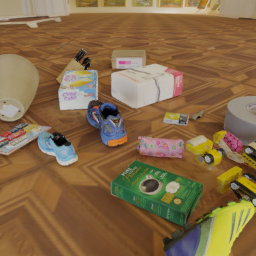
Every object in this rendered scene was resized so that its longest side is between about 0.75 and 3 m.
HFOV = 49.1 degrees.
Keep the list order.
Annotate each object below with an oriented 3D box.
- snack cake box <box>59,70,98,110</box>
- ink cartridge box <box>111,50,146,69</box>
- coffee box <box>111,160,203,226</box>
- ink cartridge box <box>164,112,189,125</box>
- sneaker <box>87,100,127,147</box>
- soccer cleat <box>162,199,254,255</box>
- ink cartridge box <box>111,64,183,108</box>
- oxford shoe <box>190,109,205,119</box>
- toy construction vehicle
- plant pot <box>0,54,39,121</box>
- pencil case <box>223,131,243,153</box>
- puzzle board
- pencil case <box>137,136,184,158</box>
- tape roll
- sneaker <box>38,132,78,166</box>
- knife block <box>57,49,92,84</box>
[{"bbox_3d":[-2.283,-1.897,13.389,1.662,0.971,2.890,-2,28,-5],"label":"snack cake box"},{"bbox_3d":[0.072,-4.542,18.418,2.207,0.829,1.818,1,29,2],"label":"ink cartridge box"},{"bbox_3d":[0.761,1.627,7.417,2.130,0.468,1.309,16,32,27],"label":"coffee box"},{"bbox_3d":[2.006,-0.448,11.531,0.936,0.223,0.947,7,31,14],"label":"ink cartridge box"},{"bbox_3d":[-0.795,-0.498,10.600,1.128,1.174,2.994,-12,31,-23],"label":"sneaker"},{"bbox_3d":[1.902,2.353,6.001,2.624,0.848,1.097,-14,61,-33],"label":"soccer cleat"},{"bbox_3d":[0.902,-2.111,13.552,2.868,1.187,2.101,-19,34,-31],"label":"ink cartridge box"},{"bbox_3d":[2.959,-0.531,11.684,0.911,0.321,0.341,-20,61,-35],"label":"oxford shoe"},{"bbox_3d":[3.083,1.109,8.072,2.301,0.931,2.643,-22,44,-33],"label":"toy construction vehicle"},{"bbox_3d":[-4.893,-1.478,11.745,2.281,2.281,2.436,-7,44,-13],"label":"plant pot"},{"bbox_3d":[3.529,0.466,9.620,0.421,0.434,0.927,-9,28,-4],"label":"pencil case"},{"bbox_3d":[-3.954,0.307,9.913,1.527,0.176,2.027,5,28,29],"label":"puzzle board"},{"bbox_3d":[1.062,0.614,9.134,1.488,0.650,0.650,5,29,7],"label":"pencil case"},{"bbox_3d":[5.082,-0.244,10.382,2.833,0.936,2.833,0,29,0],"label":"tape roll"},{"bbox_3d":[-2.314,0.444,9.169,1.939,0.872,0.760,23,36,39],"label":"sneaker"},{"bbox_3d":[-2.980,-3.411,15.400,1.965,1.725,0.629,-12,29,-21],"label":"knife block"}]
